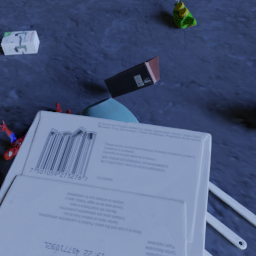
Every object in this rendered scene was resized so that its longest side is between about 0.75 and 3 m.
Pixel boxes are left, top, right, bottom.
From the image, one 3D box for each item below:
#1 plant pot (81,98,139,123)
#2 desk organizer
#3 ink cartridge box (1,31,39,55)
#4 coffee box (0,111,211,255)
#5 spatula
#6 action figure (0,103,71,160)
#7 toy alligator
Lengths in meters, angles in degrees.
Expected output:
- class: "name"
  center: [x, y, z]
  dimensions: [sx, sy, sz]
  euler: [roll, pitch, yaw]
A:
- class: "plant pot"
  center: [-0.570, -0.113, 7.042]
  dimensions: [1.638, 1.103, 1.638]
  euler: [-21, 12, 5]
- class: "desk organizer"
  center: [0.182, -1.475, 8.249]
  dimensions: [1.782, 0.639, 0.686]
  euler: [-12, 20, 46]
- class: "ink cartridge box"
  center: [-4.146, -3.309, 10.850]
  dimensions: [1.215, 0.511, 0.887]
  euler: [-5, 49, -4]
- class: "coffee box"
  center: [-0.366, 1.805, 4.783]
  dimensions: [2.860, 2.832, 2.864]
  euler: [9, 56, 7]
- class: "spatula"
  center: [1.528, 1.893, 6.609]
  dimensions: [2.966, 0.238, 2.062]
  euler: [39, 58, 24]
- class: "action figure"
  center: [-2.603, -0.060, 7.733]
  dimensions: [0.721, 1.093, 2.208]
  euler: [28, 57, 22]
- class: "toy alligator"
  center: [2.258, -5.030, 12.262]
  dimensions: [0.702, 0.767, 2.587]
  euler: [-36, 46, 23]
